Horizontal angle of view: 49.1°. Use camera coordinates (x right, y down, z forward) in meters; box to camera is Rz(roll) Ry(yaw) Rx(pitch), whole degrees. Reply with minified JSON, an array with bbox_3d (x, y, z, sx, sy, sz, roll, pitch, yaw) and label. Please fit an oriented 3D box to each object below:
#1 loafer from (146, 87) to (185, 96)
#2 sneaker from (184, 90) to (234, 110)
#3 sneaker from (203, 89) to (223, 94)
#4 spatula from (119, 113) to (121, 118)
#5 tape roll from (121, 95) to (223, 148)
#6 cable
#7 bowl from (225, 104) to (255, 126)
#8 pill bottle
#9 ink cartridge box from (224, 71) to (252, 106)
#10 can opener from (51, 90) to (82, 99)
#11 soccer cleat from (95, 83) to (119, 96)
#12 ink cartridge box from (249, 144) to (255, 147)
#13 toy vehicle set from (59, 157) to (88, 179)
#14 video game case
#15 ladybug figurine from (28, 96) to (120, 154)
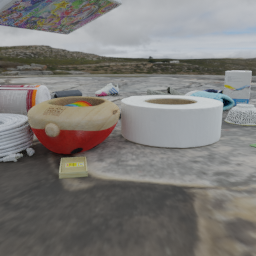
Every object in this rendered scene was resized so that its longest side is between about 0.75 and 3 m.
[{"bbox_3d":[2.090,-1.548,13.495,2.488,0.868,0.870,-3,14,-14],"label":"loafer"},{"bbox_3d":[3.387,-1.118,11.645,2.421,0.895,0.992,-7,12,-25],"label":"sneaker"},{"bbox_3d":[3.887,-1.477,13.516,0.893,0.803,2.171,8,8,35],"label":"sneaker"},{"bbox_3d":[-0.848,-0.466,10.211,2.660,0.273,0.752,-1,13,-5],"label":"spatula"},{"bbox_3d":[1.175,-0.297,7.910,2.829,0.989,2.829,0,14,0],"label":"tape roll"},{"bbox_3d":[-3.237,0.168,6.387,2.069,0.716,2.069,-6,17,-19],"label":"cable"},{"bbox_3d":[4.031,-0.506,9.680,1.279,0.600,1.279,0,14,0],"label":"bowl"},{"bbox_3d":[-3.952,-0.854,9.702,2.292,1.256,1.256,0,13,2],"label":"pill bottle"},{"bbox_3d":[5.276,-1.944,13.533,1.170,1.618,1.191,5,14,22],"label":"ink cartridge box"},{"bbox_3d":[-3.101,-1.162,12.744,0.959,0.765,2.868,43,32,21],"label":"can opener"},{"bbox_3d":[-1.314,-2.383,17.289,1.772,0.765,0.619,-13,19,-42],"label":"soccer cleat"},{"bbox_3d":[4.056,0.148,6.954,1.919,0.569,0.996,-8,15,-29],"label":"ink cartridge box"},{"bbox_3d":[-1.048,0.748,5.406,0.507,0.108,0.817,-2,13,-10],"label":"toy vehicle set"},{"bbox_3d":[-1.728,-2.991,6.991,2.143,0.270,2.993,-16,4,29],"label":"video game case"},{"bbox_3d":[-1.262,-0.118,6.871,2.033,1.078,2.995,6,13,13],"label":"ladybug figurine"}]
